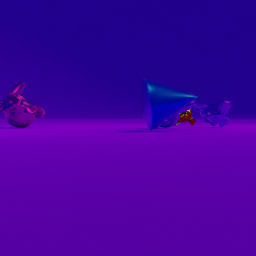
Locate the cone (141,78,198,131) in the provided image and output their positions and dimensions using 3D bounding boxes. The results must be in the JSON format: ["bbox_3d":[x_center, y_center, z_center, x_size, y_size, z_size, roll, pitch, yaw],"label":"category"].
[{"bbox_3d":[0.966,-0.594,6.121,1.153,1.149,1.149,-9,3,-4],"label":"cone"}]

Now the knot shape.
[{"bbox_3d":[1.121,-0.528,7.506,1.432,0.707,1.530,-29,-15,3],"label":"knot shape"}]

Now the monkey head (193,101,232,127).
[{"bbox_3d":[2.709,-0.528,8.547,1.305,0.939,0.786,9,31,-20],"label":"monkey head"}]

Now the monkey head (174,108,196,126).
[{"bbox_3d":[2.163,-0.434,10.590,0.778,1.081,0.651,40,-7,-26],"label":"monkey head"}]

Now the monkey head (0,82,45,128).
[{"bbox_3d":[-3.144,-0.643,8.275,1.707,1.228,1.029,-3,-31,40],"label":"monkey head"}]
